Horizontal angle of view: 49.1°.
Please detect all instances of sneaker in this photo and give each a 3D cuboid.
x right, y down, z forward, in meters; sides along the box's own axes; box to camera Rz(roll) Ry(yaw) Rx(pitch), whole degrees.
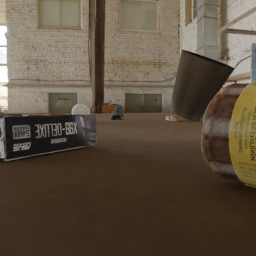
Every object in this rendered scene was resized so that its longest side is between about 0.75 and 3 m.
[{"bbox_3d":[-0.558,-0.805,14.069,0.635,0.747,1.706,0,3,3],"label":"sneaker"}]

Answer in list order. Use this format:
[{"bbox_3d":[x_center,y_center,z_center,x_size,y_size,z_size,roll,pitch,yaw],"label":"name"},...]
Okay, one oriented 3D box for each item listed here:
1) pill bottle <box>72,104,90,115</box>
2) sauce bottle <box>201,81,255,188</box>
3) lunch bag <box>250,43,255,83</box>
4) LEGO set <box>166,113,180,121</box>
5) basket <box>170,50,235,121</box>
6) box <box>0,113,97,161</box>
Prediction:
[{"bbox_3d":[-1.905,-0.627,11.370,0.719,0.719,1.281,0,4,-7],"label":"pill bottle"},{"bbox_3d":[1.197,0.079,0.989,0.611,0.611,1.889,-3,6,-40],"label":"sauce bottle"},{"bbox_3d":[3.084,-0.625,4.344,2.107,1.580,2.485,3,3,31],"label":"lunch bag"},{"bbox_3d":[2.007,-0.585,12.476,0.617,0.499,1.341,1,4,6],"label":"LEGO set"},{"bbox_3d":[2.739,-1.620,11.248,2.169,2.406,1.636,24,22,14],"label":"basket"},{"bbox_3d":[-1.376,0.028,3.252,1.607,0.400,1.267,2,4,30],"label":"box"}]
